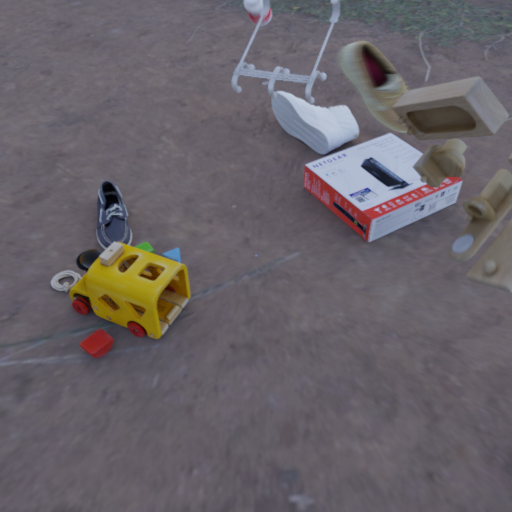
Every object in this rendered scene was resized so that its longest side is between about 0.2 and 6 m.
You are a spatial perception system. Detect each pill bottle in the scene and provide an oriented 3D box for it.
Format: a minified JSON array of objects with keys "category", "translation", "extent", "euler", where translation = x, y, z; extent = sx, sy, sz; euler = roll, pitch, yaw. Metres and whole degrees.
[{"category":"pill bottle","translation":[0.013,-5.122,11.490],"extent":[0.461,0.821,0.461],"euler":[-2,83,15]}]

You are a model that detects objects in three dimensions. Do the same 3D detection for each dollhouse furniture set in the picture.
[{"category":"dollhouse furniture set","translation":[2.333,-0.848,6.610],"extent":[1.475,1.810,1.721],"euler":[-50,21,-6]}]

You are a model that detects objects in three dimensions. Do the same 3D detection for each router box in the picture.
[{"category":"router box","translation":[2.601,-1.512,11.756],"extent":[2.447,0.598,2.197],"euler":[-24,48,-23]}]

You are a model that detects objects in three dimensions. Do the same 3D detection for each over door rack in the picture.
[{"category":"over door rack","translation":[0.531,-3.432,9.344],"extent":[1.405,0.634,1.902],"euler":[12,74,16]}]

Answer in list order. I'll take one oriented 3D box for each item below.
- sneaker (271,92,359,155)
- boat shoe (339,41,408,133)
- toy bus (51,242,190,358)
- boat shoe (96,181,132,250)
[{"category":"sneaker","translation":[1.469,-3.373,13.664],"extent":[1.307,0.833,2.262],"euler":[-26,58,-27]},{"category":"boat shoe","translation":[2.349,-3.099,10.345],"extent":[0.744,2.012,0.668],"euler":[-49,14,-6]},{"category":"toy bus","translation":[-2.261,0.376,9.314],"extent":[2.322,1.200,2.191],"euler":[-14,45,-15]},{"category":"boat shoe","translation":[-2.862,-0.798,11.018],"extent":[0.663,0.572,1.825],"euler":[-11,44,-11]}]
